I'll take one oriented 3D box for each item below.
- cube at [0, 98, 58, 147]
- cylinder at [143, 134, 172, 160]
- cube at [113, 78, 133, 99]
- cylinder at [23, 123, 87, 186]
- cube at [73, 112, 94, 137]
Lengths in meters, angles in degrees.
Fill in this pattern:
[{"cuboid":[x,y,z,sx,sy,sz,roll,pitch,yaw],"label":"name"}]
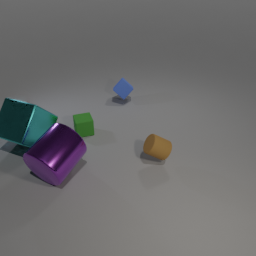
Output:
[{"cuboid":[-3.630,-0.093,9.976,1.400,1.400,1.400,14,-10,22],"label":"cube"},{"cuboid":[0.975,0.631,9.271,0.700,0.700,0.700,24,23,-23],"label":"cylinder"},{"cuboid":[-0.231,-1.904,13.480,0.700,0.700,0.700,41,11,-13],"label":"cube"},{"cuboid":[-2.228,0.802,8.653,1.400,1.400,1.400,17,52,26],"label":"cylinder"},{"cuboid":[-1.778,-0.122,11.214,0.700,0.700,0.700,-10,35,-16],"label":"cube"}]
